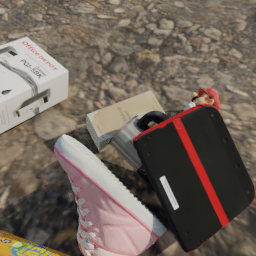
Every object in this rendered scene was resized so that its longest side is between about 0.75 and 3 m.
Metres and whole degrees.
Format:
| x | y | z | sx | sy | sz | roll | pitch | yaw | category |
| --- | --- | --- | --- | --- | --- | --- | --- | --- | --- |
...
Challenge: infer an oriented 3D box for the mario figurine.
| x | y | z | sx | sy | sz | roll | pitch | yaw | category |
| --- | --- | --- | --- | --- | --- | --- | --- | --- | --- |
| 1.717 | -0.499 | 7.728 | 1.839 | 0.975 | 1.135 | -44 | 30 | -17 | mario figurine |

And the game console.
| x | y | z | sx | sy | sz | roll | pitch | yaw | category |
| --- | --- | --- | --- | --- | --- | --- | --- | --- | --- |
| 1.414 | 0.868 | 5.617 | 2.138 | 0.375 | 2.418 | -26 | 90 | -23 | game console |

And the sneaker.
| x | y | z | sx | sy | sz | roll | pitch | yaw | category |
| --- | --- | --- | --- | --- | --- | --- | --- | --- | --- |
| -0.624 | 1.553 | 5.169 | 1.525 | 2.916 | 1.098 | -43 | 25 | -4 | sneaker |

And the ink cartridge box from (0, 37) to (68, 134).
| x | y | z | sx | sy | sz | roll | pitch | yaw | category |
| --- | --- | --- | --- | --- | --- | --- | --- | --- | --- |
| -3.406 | -1.232 | 7.906 | 2.069 | 1.168 | 2.819 | 39 | 52 | 18 | ink cartridge box |

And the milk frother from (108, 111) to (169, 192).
| x | y | z | sx | sy | sz | roll | pitch | yaw | category |
| --- | --- | --- | --- | --- | --- | --- | --- | --- | --- |
| 0.666 | 0.374 | 6.750 | 1.578 | 1.678 | 1.515 | 46 | 101 | 5 | milk frother |

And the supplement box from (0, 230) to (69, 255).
| x | y | z | sx | sy | sz | roll | pitch | yaw | category |
| --- | --- | --- | --- | --- | --- | --- | --- | --- | --- |
| -1.574 | 2.739 | 5.045 | 2.698 | 0.898 | 0.928 | 12 | 83 | 11 | supplement box |

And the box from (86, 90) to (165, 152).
| x | y | z | sx | sy | sz | roll | pitch | yaw | category |
| --- | --- | --- | --- | --- | --- | --- | --- | --- | --- |
| -0.072 | -0.189 | 7.594 | 1.943 | 0.755 | 0.923 | -24 | 70 | -18 | box |
